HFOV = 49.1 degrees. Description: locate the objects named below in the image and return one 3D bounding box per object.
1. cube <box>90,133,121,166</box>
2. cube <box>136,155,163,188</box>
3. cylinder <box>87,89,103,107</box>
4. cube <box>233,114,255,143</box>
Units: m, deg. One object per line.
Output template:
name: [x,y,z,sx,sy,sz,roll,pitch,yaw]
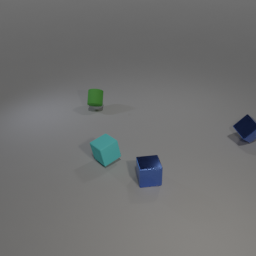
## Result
cube: [-0.765,0.733,9.514,0.700,0.700,0.700,-31,36,-26]
cube: [0.650,1.341,8.721,0.700,0.700,0.700,-5,30,-6]
cylinder: [-1.508,-1.395,12.947,0.700,0.700,0.700,3,-7,0]
cube: [4.524,0.031,10.490,0.700,0.700,0.700,19,34,-46]
